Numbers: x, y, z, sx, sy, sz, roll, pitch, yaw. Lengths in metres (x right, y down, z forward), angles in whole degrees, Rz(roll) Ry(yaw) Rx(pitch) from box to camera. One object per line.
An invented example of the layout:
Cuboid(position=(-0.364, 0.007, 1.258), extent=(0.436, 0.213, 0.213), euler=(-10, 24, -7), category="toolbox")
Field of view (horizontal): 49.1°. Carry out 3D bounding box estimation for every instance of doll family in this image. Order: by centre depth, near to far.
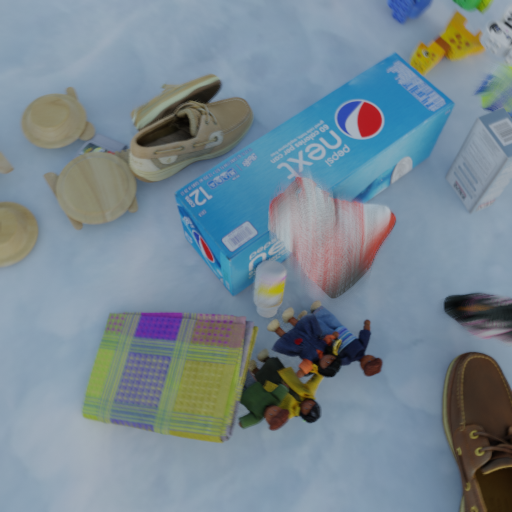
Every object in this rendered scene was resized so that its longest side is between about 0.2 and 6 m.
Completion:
Cuboid(position=(0.777, 1.725, 8.593), extent=(2.654, 1.041, 1.534), euler=(-44, 53, -13), category="doll family")

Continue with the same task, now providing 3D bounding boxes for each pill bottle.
Cuboid(position=(0.209, 0.560, 9.128), extent=(0.475, 0.911, 0.475), euler=(3, 37, -3), category="pill bottle")

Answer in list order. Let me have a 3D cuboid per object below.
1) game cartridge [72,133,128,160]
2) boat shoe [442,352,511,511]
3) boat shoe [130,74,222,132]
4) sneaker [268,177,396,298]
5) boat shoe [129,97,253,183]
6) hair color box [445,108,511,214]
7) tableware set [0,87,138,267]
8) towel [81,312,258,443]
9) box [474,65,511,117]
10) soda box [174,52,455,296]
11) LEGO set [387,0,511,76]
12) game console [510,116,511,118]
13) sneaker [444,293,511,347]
Cuboid(position=(-3.073, -1.817, 10.707), extent=(0.757, 0.233, 1.138), euler=(22, 67, 14), category="game cartridge")
Cuboid(position=(3.444, 2.909, 8.023), extent=(1.162, 1.090, 3.228), euler=(2, 65, 1), category="boat shoe")
Cuboid(position=(-1.579, -3.038, 10.735), extent=(1.862, 0.667, 0.709), euler=(-31, 75, -3), category="boat shoe")
Cuboid(position=(1.144, -0.614, 8.340), extent=(1.543, 0.961, 2.879), euler=(47, 31, -2), category="sneaker")
Cuboid(position=(-1.111, -2.341, 10.429), extent=(2.781, 0.897, 0.991), euler=(-37, 70, -27), category="boat shoe")
Cuboid(position=(3.982, -1.590, 9.708), extent=(0.548, 1.807, 0.895), euler=(-22, 67, -9), category="hair color box")
Cuboid(position=(-4.186, -1.483, 10.282), extent=(3.774, 0.438, 3.153), euler=(-26, 74, -12), category="tableware set")
Cuboid(position=(-1.354, 1.774, 8.599), extent=(2.629, 0.299, 1.888), euler=(1, 62, 21), category="towel")
Cuboid(position=(4.345, -2.624, 9.139), extent=(1.280, 0.781, 0.305), euler=(11, 64, -6), category="box")
Cuboid(position=(1.044, -1.448, 9.734), extent=(4.801, 1.628, 1.540), euler=(-34, 70, -15), category="soda box")
Cuboid(position=(3.610, -4.802, 11.448), extent=(1.622, 1.508, 3.953), euler=(-43, 78, -14), category="LEGO set")
Cuboid(position=(5.688, -2.431, 10.619), extent=(1.317, 0.872, 1.498), euler=(5, 65, 2), category="game console")
Cuboid(position=(3.552, 0.926, 8.245), extent=(0.859, 1.990, 0.799), euler=(22, 76, -21), category="sneaker")
